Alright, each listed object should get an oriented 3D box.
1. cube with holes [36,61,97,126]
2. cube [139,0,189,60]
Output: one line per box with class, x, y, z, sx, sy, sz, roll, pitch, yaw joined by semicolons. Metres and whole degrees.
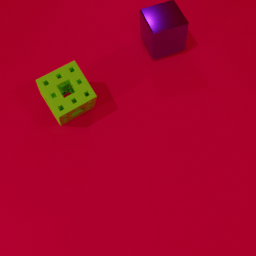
cube with holes;-1.540;-0.843;7.099;1.036;1.036;1.036;-31;87;-15
cube;1.022;-2.859;8.193;1.068;1.068;1.068;-19;62;-5
